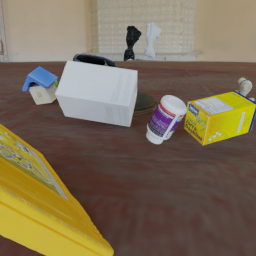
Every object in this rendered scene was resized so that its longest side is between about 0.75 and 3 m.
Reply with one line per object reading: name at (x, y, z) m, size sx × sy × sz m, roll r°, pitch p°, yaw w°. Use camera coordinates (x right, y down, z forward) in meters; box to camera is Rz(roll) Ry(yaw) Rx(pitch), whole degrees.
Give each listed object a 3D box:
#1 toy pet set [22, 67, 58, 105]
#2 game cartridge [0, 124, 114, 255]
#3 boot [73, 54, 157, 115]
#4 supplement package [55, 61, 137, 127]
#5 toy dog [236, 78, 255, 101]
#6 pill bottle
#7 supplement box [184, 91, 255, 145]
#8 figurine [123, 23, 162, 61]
toy pet set at (-3.013, -1.818, 10.365) m, size 2.166 × 1.150 × 2.023 m, roll -5°, pitch 32°, yaw 23°
game cartridge at (-1.387, 0.275, 2.862) m, size 0.389 × 2.116 × 2.400 m, roll -51°, pitch 36°, yaw -10°
boot at (-0.437, -1.279, 8.327) m, size 2.810 × 1.362 × 1.050 m, roll 11°, pitch 43°, yaw 1°
supplement package at (-0.700, -0.824, 6.816) m, size 1.720 × 1.030 × 1.043 m, roll 10°, pitch -26°, yaw 5°
toy dog at (3.916, -1.195, 9.184) m, size 0.516 × 0.706 × 1.071 m, roll -13°, pitch -29°, yaw 4°
pill bottle at (0.692, -0.136, 5.311) m, size 0.512 × 0.911 × 0.512 m, roll 19°, pitch 35°, yaw -14°
supplement box at (1.678, -0.199, 5.101) m, size 1.107 × 0.606 × 0.603 m, roll -13°, pitch 36°, yaw -21°
figurine at (0.389, -2.444, 8.152) m, size 1.063 × 1.037 × 0.457 m, roll 4°, pitch -13°, yaw 28°
